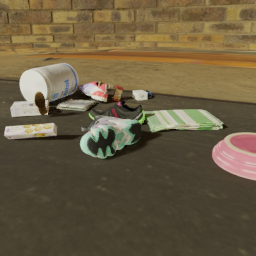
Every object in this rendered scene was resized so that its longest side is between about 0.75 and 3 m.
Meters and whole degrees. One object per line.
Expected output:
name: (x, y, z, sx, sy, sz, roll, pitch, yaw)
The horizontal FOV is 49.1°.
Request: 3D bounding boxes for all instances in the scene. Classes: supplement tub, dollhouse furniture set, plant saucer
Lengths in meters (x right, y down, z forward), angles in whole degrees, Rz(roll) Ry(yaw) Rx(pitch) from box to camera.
supplement tub: (-4.191, -2.456, 15.300, 1.888, 1.888, 2.862, 9, 23, 23)
dollhouse furniture set: (-0.998, -2.020, 15.208, 1.387, 0.746, 0.564, 15, 17, -16)
plant saucer: (3.872, 0.743, 8.499, 2.484, 0.630, 2.484, 1, 21, 0)

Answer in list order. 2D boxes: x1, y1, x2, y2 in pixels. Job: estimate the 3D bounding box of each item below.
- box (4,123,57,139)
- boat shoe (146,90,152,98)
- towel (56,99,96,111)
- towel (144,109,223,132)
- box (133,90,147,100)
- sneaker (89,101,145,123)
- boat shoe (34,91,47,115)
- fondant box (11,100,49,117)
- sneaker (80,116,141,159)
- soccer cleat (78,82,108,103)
box: (-3.442, 0.114, 9.961, 1.818, 0.377, 0.352, -3, -25, 6)
boat shoe: (1.142, -1.992, 16.302, 0.383, 0.312, 0.910, -6, 21, -16)
towel: (-2.637, -1.230, 14.303, 1.627, 0.281, 1.566, 4, 21, 14)
towel: (2.234, -0.357, 11.923, 2.902, 0.339, 2.213, -3, 20, -6)
box: (0.677, -1.854, 15.786, 0.587, 0.410, 0.772, -7, 22, -19)
sneaker: (-0.464, -0.684, 11.807, 2.345, 0.982, 0.900, 0, 20, 1)
boat shoe: (-3.827, -1.140, 12.162, 0.462, 1.298, 0.419, -15, 52, -18)
fondant box: (-4.597, -0.938, 13.239, 1.598, 0.465, 1.153, -5, 20, -11)
sneaker: (-1.024, 0.194, 9.571, 1.925, 1.070, 2.751, 13, 15, 35)
soccer cleat: (-1.910, -2.167, 15.572, 0.910, 0.976, 2.667, 9, 13, -38)
